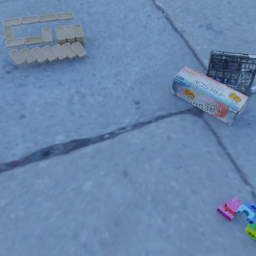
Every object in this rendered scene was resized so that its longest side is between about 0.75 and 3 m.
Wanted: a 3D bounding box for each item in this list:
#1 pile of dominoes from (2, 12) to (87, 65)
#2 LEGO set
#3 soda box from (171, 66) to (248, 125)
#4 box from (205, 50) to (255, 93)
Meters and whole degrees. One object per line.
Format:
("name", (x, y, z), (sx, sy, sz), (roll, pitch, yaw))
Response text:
("pile of dominoes", (-3.065, -3.252, 10.452), (2.839, 0.452, 2.213), (-11, 67, -11))
("LEGO set", (3.260, 2.216, 6.611), (2.003, 0.764, 0.822), (39, 59, 22))
("soda box", (2.524, -1.049, 8.871), (2.259, 0.718, 0.772), (33, 58, 21))
("box", (3.302, -1.809, 9.029), (1.509, 1.190, 0.385), (8, 35, 7))
